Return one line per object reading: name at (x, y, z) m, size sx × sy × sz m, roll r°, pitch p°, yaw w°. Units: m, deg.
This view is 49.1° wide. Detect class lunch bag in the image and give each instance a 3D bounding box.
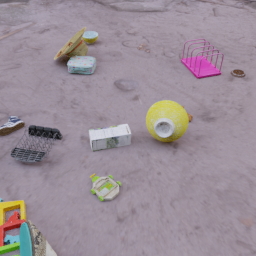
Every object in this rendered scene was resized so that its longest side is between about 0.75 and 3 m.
lunch bag at (-2.463, -3.305, 14.801) m, size 1.437 × 0.554 × 1.153 m, roll 4°, pitch 44°, yaw 5°

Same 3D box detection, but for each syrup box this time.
syrup box at (-0.672, 0.357, 10.647) m, size 1.521 × 0.599 × 0.619 m, roll -10°, pitch 43°, yaw -11°

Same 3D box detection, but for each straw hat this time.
straw hat at (-2.839, -4.296, 15.434) m, size 2.483 × 1.051 × 2.483 m, roll -35°, pitch 28°, yaw 21°

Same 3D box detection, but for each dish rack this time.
dish rack at (-3.423, 0.629, 10.466) m, size 1.397 × 0.497 × 1.822 m, roll 7°, pitch 44°, yaw 10°

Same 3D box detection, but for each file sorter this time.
file sorter at (3.902, -3.726, 14.750) m, size 1.384 × 1.249 × 1.992 m, roll -12°, pitch 43°, yaw -13°

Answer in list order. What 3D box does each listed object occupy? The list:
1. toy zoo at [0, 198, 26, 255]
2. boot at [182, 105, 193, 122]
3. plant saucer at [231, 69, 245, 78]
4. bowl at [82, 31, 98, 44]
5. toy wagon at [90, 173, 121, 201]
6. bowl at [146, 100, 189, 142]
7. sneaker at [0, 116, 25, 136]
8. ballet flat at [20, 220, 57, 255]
toy zoo at (-3.676, 2.930, 8.036) m, size 1.451 × 0.226 × 2.212 m, roll -12°, pitch 43°, yaw -13°
boot at (2.469, -0.610, 11.952) m, size 0.640 × 0.316 × 0.824 m, roll 15°, pitch 44°, yaw 16°
plant saucer at (5.769, -2.882, 14.658) m, size 0.758 × 0.122 × 0.758 m, roll -1°, pitch 41°, yaw 1°
bowl at (-2.339, -5.506, 17.271) m, size 1.030 × 0.554 × 1.030 m, roll 1°, pitch 42°, yaw -1°
toy wagon at (-0.805, 1.899, 9.209) m, size 1.119 × 0.221 × 0.868 m, roll 32°, pitch 50°, yaw 31°
bowl at (1.374, -0.118, 10.276) m, size 1.626 × 1.626 × 0.875 m, roll 11°, pitch 26°, yaw 12°
sneaker at (-4.852, -0.115, 11.314) m, size 1.163 × 0.407 × 0.631 m, roll -26°, pitch 52°, yaw -35°
ballet flat at (-2.194, 3.587, 6.884) m, size 0.971 × 0.875 × 2.580 m, roll 16°, pitch 43°, yaw -33°
